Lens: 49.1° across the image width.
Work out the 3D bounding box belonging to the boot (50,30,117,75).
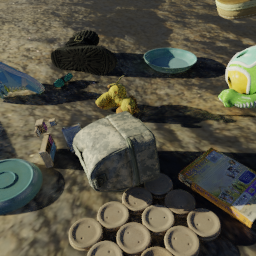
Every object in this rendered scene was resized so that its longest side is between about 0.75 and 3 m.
[{"bbox_3d":[-1.651,-3.494,12.572,3.123,1.175,2.335,12,38,16],"label":"boot"}]

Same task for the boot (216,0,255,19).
[{"bbox_3d":[2.743,-1.881,5.304,2.556,1.976,0.921,-19,48,-12],"label":"boot"}]

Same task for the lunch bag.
[{"bbox_3d":[-0.367,0.574,6.743,1.647,1.368,1.963,-16,28,-15],"label":"lunch bag"}]

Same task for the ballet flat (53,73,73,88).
[{"bbox_3d":[-2.620,-1.865,11.119,0.373,0.373,1.022,23,48,28],"label":"ballet flat"}]

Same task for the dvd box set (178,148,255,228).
[{"bbox_3d":[2.418,1.325,6.764,1.426,0.287,1.949,-30,46,-34],"label":"dvd box set"}]

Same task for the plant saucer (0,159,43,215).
[{"bbox_3d":[-3.008,1.322,6.817,1.783,0.244,1.783,0,37,0],"label":"plant saucer"}]

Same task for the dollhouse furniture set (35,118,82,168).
[{"bbox_3d":[-1.674,0.327,7.389,1.225,1.156,0.799,-12,37,3],"label":"dollhouse furniture set"}]

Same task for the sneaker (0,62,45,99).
[{"bbox_3d":[-4.209,-1.443,10.262,2.012,0.800,1.314,25,73,-9],"label":"sneaker"}]

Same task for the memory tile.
[{"bbox_3d":[0.374,2.093,5.748,2.756,0.231,2.112,-26,42,-31],"label":"memory tile"}]

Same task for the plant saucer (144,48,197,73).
[{"bbox_3d":[1.872,-2.980,12.526,2.339,0.420,2.339,0,36,0],"label":"plant saucer"}]

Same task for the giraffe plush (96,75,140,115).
[{"bbox_3d":[-0.183,-0.834,9.182,1.135,1.400,1.208,49,42,9],"label":"giraffe plush"}]

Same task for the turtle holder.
[{"bbox_3d":[4.336,-1.575,9.545,1.923,2.058,2.708,29,89,35],"label":"turtle holder"}]
